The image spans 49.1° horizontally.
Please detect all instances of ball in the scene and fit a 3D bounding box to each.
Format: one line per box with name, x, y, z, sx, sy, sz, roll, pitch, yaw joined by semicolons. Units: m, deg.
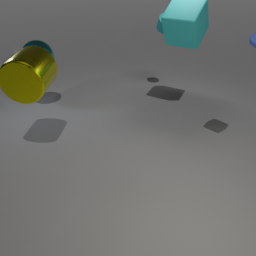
ball;-3.880;-3.042;12.014;1.400;1.400;1.400;0;29;0

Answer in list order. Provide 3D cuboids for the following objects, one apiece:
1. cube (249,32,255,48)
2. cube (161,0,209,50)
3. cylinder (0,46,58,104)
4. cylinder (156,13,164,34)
cube;3.999;-2.553;8.019;0.700;0.700;0.700;46;22;13
cube;2.323;-4.240;11.271;1.400;1.400;1.400;18;66;26
cylinder;-3.087;-1.681;8.775;1.400;1.400;1.400;3;34;5
cylinder;1.763;-4.982;13.350;0.700;0.700;0.700;2;71;-5
